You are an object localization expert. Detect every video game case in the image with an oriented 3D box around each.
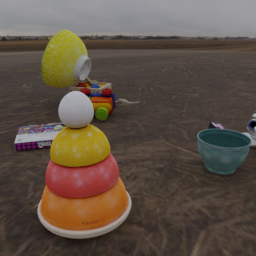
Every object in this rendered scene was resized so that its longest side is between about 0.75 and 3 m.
[{"bbox_3d":[-2.790,0.240,9.459,1.813,0.325,1.643,-5,21,-15],"label":"video game case"}]

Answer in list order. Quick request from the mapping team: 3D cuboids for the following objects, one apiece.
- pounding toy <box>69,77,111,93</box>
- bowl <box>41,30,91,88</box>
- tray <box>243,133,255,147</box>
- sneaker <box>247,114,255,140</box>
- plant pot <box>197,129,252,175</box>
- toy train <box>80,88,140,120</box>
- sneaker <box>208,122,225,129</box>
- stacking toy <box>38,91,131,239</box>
[{"bbox_3d":[-1.842,-1.855,13.674,1.834,1.416,1.992,6,21,15],"label":"pounding toy"},{"bbox_3d":[-2.572,-2.935,12.859,1.451,2.697,2.697,25,26,11],"label":"bowl"},{"bbox_3d":[3.970,0.401,9.329,0.582,0.120,1.084,-1,20,-5],"label":"tray"},{"bbox_3d":[4.520,-0.158,8.996,1.283,1.098,2.947,17,19,14],"label":"sneaker"},{"bbox_3d":[2.492,0.666,7.442,1.346,0.902,1.346,1,20,0],"label":"plant pot"},{"bbox_3d":[-0.894,-0.858,11.576,2.673,1.132,1.547,2,30,5],"label":"toy train"},{"bbox_3d":[3.181,0.139,9.589,0.536,0.458,1.307,8,25,-3],"label":"sneaker"},{"bbox_3d":[-0.845,0.557,5.319,1.858,2.543,1.858,1,20,0],"label":"stacking toy"}]
